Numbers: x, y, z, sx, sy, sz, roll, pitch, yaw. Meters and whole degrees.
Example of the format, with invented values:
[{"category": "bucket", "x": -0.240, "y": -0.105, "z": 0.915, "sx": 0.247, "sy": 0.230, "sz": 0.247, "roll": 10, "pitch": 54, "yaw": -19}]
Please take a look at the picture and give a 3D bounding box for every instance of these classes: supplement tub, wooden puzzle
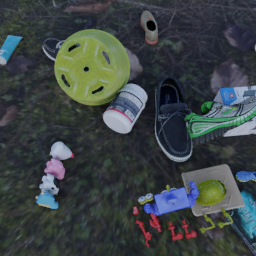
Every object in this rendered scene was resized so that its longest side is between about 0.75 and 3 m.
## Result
[{"category": "supplement tub", "x": -0.066, "y": -0.631, "z": 9.029, "sx": 0.995, "sy": 0.995, "sz": 1.418, "roll": 24, "pitch": 61, "yaw": 14}, {"category": "wooden puzzle", "x": 2.341, "y": 1.747, "z": 7.858, "sx": 1.417, "sy": 0.328, "sz": 1.313, "roll": -10, "pitch": 51, "yaw": 0}]

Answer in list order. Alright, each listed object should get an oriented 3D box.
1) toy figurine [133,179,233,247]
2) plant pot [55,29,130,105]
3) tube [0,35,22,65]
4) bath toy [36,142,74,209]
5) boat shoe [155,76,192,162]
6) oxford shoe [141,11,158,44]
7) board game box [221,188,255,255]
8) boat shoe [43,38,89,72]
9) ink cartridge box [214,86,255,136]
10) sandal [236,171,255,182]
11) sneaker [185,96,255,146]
[{"category": "toy figurine", "x": 1.330, "y": 1.968, "z": 6.842, "sx": 2.562, "sy": 1.535, "sz": 1.351, "roll": -14, "pitch": 66, "yaw": 5}, {"category": "plant pot", "x": -1.141, "y": -1.754, "z": 8.319, "sx": 2.497, "sy": 2.296, "sz": 2.497, "roll": 0, "pitch": 103, "yaw": -1}, {"category": "tube", "x": -4.679, "y": -3.142, "z": 10.959, "sx": 0.598, "sy": 0.389, "sz": 1.543, "roll": 11, "pitch": 54, "yaw": -3}, {"category": "bath toy", "x": -2.058, "y": 1.302, "z": 8.049, "sx": 0.694, "sy": 0.816, "sz": 1.877, "roll": 28, "pitch": 51, "yaw": -27}, {"category": "boat shoe", "x": 1.411, "y": -0.376, "z": 8.920, "sx": 1.115, "sy": 0.930, "sz": 2.989, "roll": -2, "pitch": 61, "yaw": -2}, {"category": "oxford shoe", "x": 0.921, "y": -4.283, "z": 11.435, "sx": 0.649, "sy": 0.689, "sz": 1.843, "roll": -9, "pitch": 59, "yaw": -5}, {"category": "board game box", "x": 3.333, "y": 2.517, "z": 7.568, "sx": 1.033, "sy": 0.215, "sz": 1.527, "roll": -27, "pitch": 62, "yaw": -16}, {"category": "boat shoe", "x": -2.204, "y": -2.824, "z": 10.476, "sx": 2.662, "sy": 0.803, "sz": 0.983, "roll": 37, "pitch": 65, "yaw": 20}, {"category": "ink cartridge box", "x": 3.949, "y": -0.576, "z": 9.047, "sx": 1.932, "sy": 0.830, "sz": 1.415, "roll": -6, "pitch": 65, "yaw": -1}, {"category": "sandal", "x": 3.585, "y": 1.386, "z": 8.180, "sx": 0.827, "sy": 0.360, "sz": 0.329, "roll": 0, "pitch": 60, "yaw": 2}, {"category": "sneaker", "x": 2.715, "y": -0.418, "z": 7.864, "sx": 2.388, "sy": 0.932, "sz": 1.017, "roll": -24, "pitch": 84, "yaw": -14}]
